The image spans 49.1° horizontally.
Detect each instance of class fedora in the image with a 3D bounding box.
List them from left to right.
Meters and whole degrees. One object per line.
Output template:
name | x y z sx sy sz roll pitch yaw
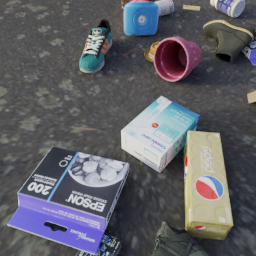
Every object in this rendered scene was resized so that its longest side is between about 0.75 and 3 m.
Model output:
fedora | 1.276 -3.009 10.939 1.258 0.513 1.258 0 47 -1

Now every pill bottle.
pill bottle | 1.515 -5.677 13.316 1.194 0.677 0.677 -22 51 -19
pill bottle | 4.768 -5.997 13.484 0.865 0.865 1.496 -27 52 -23

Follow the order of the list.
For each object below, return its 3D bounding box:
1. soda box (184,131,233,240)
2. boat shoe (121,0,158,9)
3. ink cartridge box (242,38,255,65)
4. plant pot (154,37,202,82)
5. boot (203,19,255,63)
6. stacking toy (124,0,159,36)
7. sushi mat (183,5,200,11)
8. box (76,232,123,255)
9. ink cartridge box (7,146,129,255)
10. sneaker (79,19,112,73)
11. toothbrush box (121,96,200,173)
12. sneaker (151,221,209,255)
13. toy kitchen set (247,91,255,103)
soda box | 1.838 1.261 6.746 0.861 0.814 2.542 5 48 5
boat shoe | 0.666 -6.218 13.813 2.009 0.706 0.707 3 46 1
ink cartridge box | 5.511 -3.309 11.273 1.864 0.408 1.881 -10 49 -7
plant pot | 1.874 -2.496 9.949 1.473 1.473 1.318 36 41 29
boot | 3.653 -3.486 11.251 1.589 0.890 2.297 -50 42 -10
stacking toy | 0.398 -5.219 12.652 1.485 1.404 2.558 -4 35 -7
sushi mat | 3.189 -6.038 14.077 0.864 0.052 0.413 12 48 10
box | -0.643 2.653 5.855 0.741 0.214 0.932 20 50 18
ink cartridge box | -1.340 1.523 6.598 2.208 0.484 2.229 11 45 14
sneaker | -1.256 -3.201 10.723 0.962 1.077 2.695 8 47 7
toothbrush box | 0.899 0.114 7.831 1.366 0.796 1.865 32 56 27
sneaker | 0.597 2.604 5.591 1.868 0.714 1.070 -18 48 -20
toy kitchen set | 4.751 -0.468 8.521 1.334 1.475 1.635 -8 87 -4
